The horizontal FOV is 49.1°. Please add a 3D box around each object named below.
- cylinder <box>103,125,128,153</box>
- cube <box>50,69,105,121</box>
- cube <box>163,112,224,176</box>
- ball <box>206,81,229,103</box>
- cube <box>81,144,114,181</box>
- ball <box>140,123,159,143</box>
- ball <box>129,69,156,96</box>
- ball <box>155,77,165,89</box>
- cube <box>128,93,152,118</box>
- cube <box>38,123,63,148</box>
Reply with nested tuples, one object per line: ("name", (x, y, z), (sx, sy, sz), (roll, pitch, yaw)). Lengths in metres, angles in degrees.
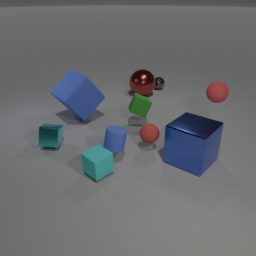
("cylinder", (-0.415, 0.356, 9.138), (0.700, 0.700, 0.700), (10, 20, -4))
("cube", (-2.135, -1.419, 11.952), (1.400, 1.400, 1.400), (-50, 45, -7))
("cube", (2.141, 0.479, 9.271), (1.400, 1.400, 1.400), (20, 33, 34))
("ball", (2.875, -1.154, 9.008), (0.700, 0.700, 0.700), (0, 27, 0))
("cube", (-0.933, 1.049, 8.612), (0.700, 0.700, 0.700), (-28, 39, -36))
("ball", (0.754, 0.186, 9.835), (0.700, 0.700, 0.700), (0, 27, 0))
("ball", (0.768, -2.419, 14.951), (1.400, 1.400, 1.400), (0, 27, 0))
("ball", (1.757, -2.565, 15.996), (0.700, 0.700, 0.700), (0, 27, 0))
("cube", (0.493, -0.935, 11.519), (0.700, 0.700, 0.700), (21, 17, -12))
("cube", (-2.810, 0.263, 10.212), (0.700, 0.700, 0.700), (6, 12, -1))
